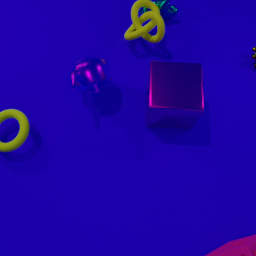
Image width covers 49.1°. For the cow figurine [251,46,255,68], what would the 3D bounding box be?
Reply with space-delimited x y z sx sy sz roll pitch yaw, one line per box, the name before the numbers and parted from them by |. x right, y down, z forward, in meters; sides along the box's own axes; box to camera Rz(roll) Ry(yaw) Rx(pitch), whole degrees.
cow figurine | 4.205 -2.033 8.142 1.015 1.031 0.566 -1 66 34

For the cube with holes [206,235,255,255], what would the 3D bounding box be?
cube with holes | 2.526 2.974 5.792 1.138 1.138 1.138 -2 63 -41

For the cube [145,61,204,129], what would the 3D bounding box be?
cube | 1.169 -0.826 7.387 1.319 1.319 1.319 3 69 0

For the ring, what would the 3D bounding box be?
ring | -3.118 0.059 7.296 1.159 0.232 1.159 -3 72 10

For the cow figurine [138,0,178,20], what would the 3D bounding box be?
cow figurine | 0.926 -3.746 8.822 1.034 1.051 0.577 -36 38 15

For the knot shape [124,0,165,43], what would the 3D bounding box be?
knot shape | 0.417 -3.023 8.267 1.251 0.618 1.337 -30 71 22

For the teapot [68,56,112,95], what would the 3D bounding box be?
teapot | -1.010 -1.313 7.422 1.147 1.844 0.903 -29 85 34
